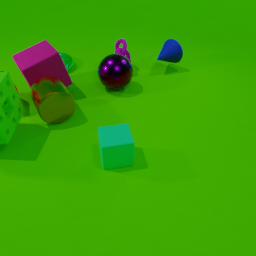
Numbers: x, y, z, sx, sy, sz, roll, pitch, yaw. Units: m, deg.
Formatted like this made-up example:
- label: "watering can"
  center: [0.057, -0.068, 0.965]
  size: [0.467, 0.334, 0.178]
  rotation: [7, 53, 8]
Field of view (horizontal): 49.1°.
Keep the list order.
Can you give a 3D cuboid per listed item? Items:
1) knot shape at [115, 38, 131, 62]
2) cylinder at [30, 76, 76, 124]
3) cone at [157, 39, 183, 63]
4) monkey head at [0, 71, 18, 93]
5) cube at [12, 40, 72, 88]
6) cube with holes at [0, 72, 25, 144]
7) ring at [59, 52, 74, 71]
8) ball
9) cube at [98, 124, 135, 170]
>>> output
- label: "knot shape"
  center: [-0.182, -2.876, 11.197]
  size: [0.537, 1.088, 1.163]
  rotation: [-14, 59, 6]
- label: "cylinder"
  center: [-2.330, -0.874, 8.669]
  size: [1.123, 1.123, 1.123]
  rotation: [-18, 42, -21]
- label: "cone"
  center: [1.456, -2.852, 10.988]
  size: [0.989, 0.989, 0.992]
  rotation: [32, 51, 33]
- label: "monkey head"
  center: [-4.308, -1.131, 8.985]
  size: [1.904, 1.148, 1.370]
  rotation: [17, 43, 37]
- label: "cube"
  center: [-2.935, -1.998, 9.652]
  size: [1.312, 1.312, 1.312]
  rotation: [-32, 46, -14]
- label: "cube with holes"
  center: [-3.841, -0.531, 7.480]
  size: [1.357, 1.357, 1.357]
  rotation: [-1, 44, 6]
- label: "ring"
  center: [-3.072, -2.651, 11.499]
  size: [1.699, 0.340, 1.699]
  rotation: [0, 39, 0]
- label: "ball"
  center: [-0.447, -1.990, 9.956]
  size: [1.261, 1.261, 1.261]
  rotation: [0, 39, 0]
- label: "cube"
  center: [-0.310, 0.473, 7.249]
  size: [0.806, 0.806, 0.806]
  rotation: [-7, 39, -9]
